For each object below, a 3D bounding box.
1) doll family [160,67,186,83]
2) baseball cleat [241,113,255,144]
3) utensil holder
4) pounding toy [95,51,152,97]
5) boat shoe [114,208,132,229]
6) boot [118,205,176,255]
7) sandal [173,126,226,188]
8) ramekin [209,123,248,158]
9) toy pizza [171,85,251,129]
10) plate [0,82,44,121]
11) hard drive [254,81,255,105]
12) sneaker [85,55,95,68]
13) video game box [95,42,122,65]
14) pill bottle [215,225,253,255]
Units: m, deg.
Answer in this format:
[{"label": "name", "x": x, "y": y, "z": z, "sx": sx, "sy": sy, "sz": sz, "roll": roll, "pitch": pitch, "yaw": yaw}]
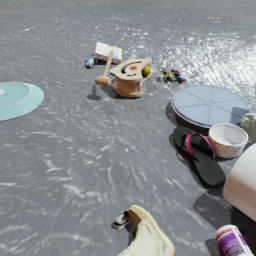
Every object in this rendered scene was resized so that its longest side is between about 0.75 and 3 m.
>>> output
[{"label": "doll family", "x": 1.975, "y": -2.306, "z": 12.272, "sx": 1.211, "sy": 0.475, "sz": 0.700, "roll": 2, "pitch": 32, "yaw": -2}, {"label": "baseball cleat", "x": 4.841, "y": 0.358, "z": 8.384, "sx": 2.877, "sy": 1.003, "sz": 1.531, "roll": 40, "pitch": 45, "yaw": 23}, {"label": "utensil holder", "x": 3.451, "y": 1.507, "z": 6.213, "sx": 1.732, "sy": 1.732, "sz": 2.039, "roll": -27, "pitch": 41, "yaw": -31}, {"label": "pounding toy", "x": 0.091, "y": -2.308, "z": 11.318, "sx": 1.577, "sy": 1.582, "sz": 2.759, "roll": 19, "pitch": 41, "yaw": 30}, {"label": "boat shoe", "x": -0.020, "y": 2.068, "z": 6.645, "sx": 0.772, "sy": 0.233, "sz": 0.285, "roll": -28, "pitch": 45, "yaw": -32}, {"label": "boot", "x": 0.177, "y": 2.395, "z": 5.960, "sx": 1.089, "sy": 0.508, "sz": 1.409, "roll": -25, "pitch": 52, "yaw": -28}, {"label": "sandal", "x": 2.111, "y": 0.646, "z": 8.246, "sx": 0.952, "sy": 0.571, "sz": 2.535, "roll": -9, "pitch": 38, "yaw": -12}, {"label": "ramekin", "x": 3.005, "y": 0.413, "z": 8.527, "sx": 1.121, "sy": 0.588, "sz": 1.121, "roll": -2, "pitch": 36, "yaw": 1}, {"label": "toy pizza", "x": 2.970, "y": -0.735, "z": 10.194, "sx": 2.788, "sy": 0.442, "sz": 2.788, "roll": 1, "pitch": 38, "yaw": -1}, {"label": "plate", "x": -4.742, "y": -1.201, "z": 10.885, "sx": 2.804, "sy": 0.358, "sz": 2.804, "roll": 0, "pitch": 38, "yaw": 0}, {"label": "hard drive", "x": 4.271, "y": -0.969, "z": 8.860, "sx": 0.179, "sy": 0.885, "sz": 1.341, "roll": -7, "pitch": 16, "yaw": 12}, {"label": "sneaker", "x": -1.840, "y": -3.263, "z": 13.603, "sx": 0.426, "sy": 0.375, "sz": 0.956, "roll": 8, "pitch": 38, "yaw": 7}, {"label": "video game box", "x": -0.980, "y": -3.757, "z": 14.027, "sx": 1.301, "sy": 0.334, "sz": 1.428, "roll": 11, "pitch": 36, "yaw": -10}, {"label": "pill bottle", "x": 2.224, "y": 2.533, "z": 5.791, "sx": 0.521, "sy": 0.521, "sz": 0.927, "roll": -7, "pitch": 37, "yaw": -9}]
